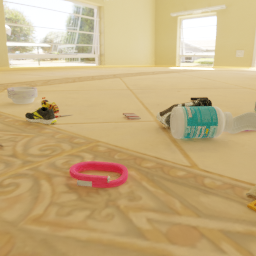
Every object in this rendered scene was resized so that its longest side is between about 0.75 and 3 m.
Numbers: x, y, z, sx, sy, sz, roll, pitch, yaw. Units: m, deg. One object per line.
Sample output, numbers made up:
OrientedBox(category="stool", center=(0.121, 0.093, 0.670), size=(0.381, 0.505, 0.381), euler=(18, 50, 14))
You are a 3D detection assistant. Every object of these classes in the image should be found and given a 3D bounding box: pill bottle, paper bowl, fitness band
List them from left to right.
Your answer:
OrientedBox(category="paper bowl", center=(-5.730, -1.781, 15.268), size=(1.533, 0.797, 1.533), euler=(0, 16, 0))
OrientedBox(category="fitness band", center=(-0.676, 1.030, 6.454), size=(1.356, 0.254, 0.974), euler=(4, 16, 10))
OrientedBox(category="pill bottle", center=(2.419, -0.191, 9.245), size=(1.901, 1.053, 1.053), euler=(-1, 16, -4))

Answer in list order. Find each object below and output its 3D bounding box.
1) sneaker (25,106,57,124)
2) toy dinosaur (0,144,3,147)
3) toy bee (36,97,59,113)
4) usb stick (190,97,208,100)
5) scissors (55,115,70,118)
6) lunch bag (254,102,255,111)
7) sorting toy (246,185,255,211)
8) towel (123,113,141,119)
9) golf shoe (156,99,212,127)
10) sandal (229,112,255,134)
OrientedBox(category="sneaker", center=(-3.505, -0.567, 11.289), size=(1.554, 0.658, 0.579), euler=(8, 17, 25))
OrientedBox(category="toy dinosaur", center=(-5.021, 0.229, 7.938), size=(2.556, 1.097, 1.732), euler=(-6, 10, -40))
OrientedBox(category="toy bee", center=(-3.802, -1.070, 13.025), size=(1.269, 0.690, 0.831), euler=(2, 18, 7))
OrientedBox(category="usb stick", center=(4.096, -1.668, 16.053), size=(1.002, 0.163, 0.278), euler=(-1, 22, -4))
OrientedBox(category="scissors", center=(-3.038, -0.529, 12.168), size=(1.302, 0.091, 0.476), euler=(-15, 19, -42))
OrientedBox(category="lunch bag", center=(6.394, -0.882, 12.711), size=(1.004, 0.483, 1.252), euler=(4, 16, 5))
OrientedBox(category="sorting toy", center=(2.999, 1.278, 5.609), size=(0.956, 0.231, 1.698), euler=(15, 22, 42))
OrientedBox(category="towel", center=(0.156, -0.507, 12.010), size=(0.562, 0.089, 0.781), euler=(-1, 18, -22))
OrientedBox(category="golf shoe", center=(2.255, -0.648, 10.929), size=(2.675, 1.040, 1.264), euler=(-12, 20, -40))
OrientedBox(category="sandal", center=(4.202, -0.157, 10.169), size=(1.810, 0.736, 0.445), euler=(-6, -24, -19))
